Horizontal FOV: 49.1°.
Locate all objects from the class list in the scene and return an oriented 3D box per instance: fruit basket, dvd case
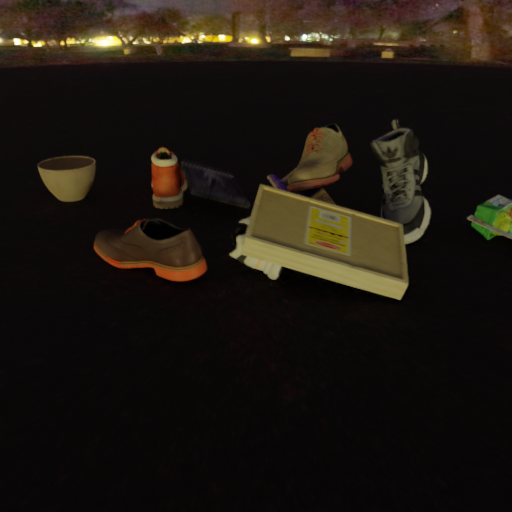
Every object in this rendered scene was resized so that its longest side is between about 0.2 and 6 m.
[{"bbox_3d":[5.647,-0.713,12.088,1.544,0.781,1.667,-22,36,-39],"label":"fruit basket"},{"bbox_3d":[-1.066,-1.781,13.903,1.463,0.157,1.967,12,25,-23],"label":"dvd case"}]

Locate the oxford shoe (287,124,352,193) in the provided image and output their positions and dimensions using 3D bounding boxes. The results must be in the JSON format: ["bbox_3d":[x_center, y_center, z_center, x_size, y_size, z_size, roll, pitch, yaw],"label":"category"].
[{"bbox_3d":[1.343,-2.284,12.917,1.137,1.207,3.227,-9,18,23],"label":"oxford shoe"}]

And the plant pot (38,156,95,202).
[{"bbox_3d":[-4.851,-1.957,14.556,1.415,0.950,1.415,-1,24,0],"label":"plant pot"}]

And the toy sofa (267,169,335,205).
[{"bbox_3d":[1.055,-1.496,13.133,0.873,1.029,2.108,-39,25,7],"label":"toy sofa"}]

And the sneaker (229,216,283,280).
[{"bbox_3d":[0.114,-0.562,11.161,1.091,1.005,2.727,20,23,-6],"label":"sneaker"}]

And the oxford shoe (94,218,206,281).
[{"bbox_3d":[-2.127,-0.322,10.774,2.786,1.010,0.992,10,32,32],"label":"oxford shoe"}]

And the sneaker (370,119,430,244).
[{"bbox_3d":[3.077,-1.701,12.252,1.083,1.634,2.871,-10,46,29],"label":"sneaker"}]

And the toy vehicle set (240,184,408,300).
[{"bbox_3d":[1.274,-0.315,10.167,2.888,0.383,1.795,16,39,-1],"label":"toy vehicle set"}]

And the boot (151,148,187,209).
[{"bbox_3d":[-2.336,-2.264,14.788,0.950,1.358,2.533,-6,23,-8],"label":"boot"}]
